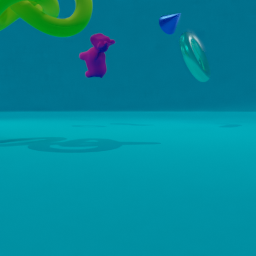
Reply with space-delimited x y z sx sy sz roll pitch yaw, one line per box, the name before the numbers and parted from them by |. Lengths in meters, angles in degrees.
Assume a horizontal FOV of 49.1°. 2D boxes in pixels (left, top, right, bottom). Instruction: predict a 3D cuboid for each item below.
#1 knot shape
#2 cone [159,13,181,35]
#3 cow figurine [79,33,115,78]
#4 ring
knot shape | -1.735 -2.118 4.792 1.933 0.893 1.809 19 35 20
cone | 1.877 -4.457 11.496 0.874 0.874 0.878 -2 -12 -30
cow figurine | -1.149 -2.820 11.100 1.675 1.703 0.935 4 26 42
ring | 2.394 -2.524 9.964 0.381 1.905 1.905 -24 -10 31
